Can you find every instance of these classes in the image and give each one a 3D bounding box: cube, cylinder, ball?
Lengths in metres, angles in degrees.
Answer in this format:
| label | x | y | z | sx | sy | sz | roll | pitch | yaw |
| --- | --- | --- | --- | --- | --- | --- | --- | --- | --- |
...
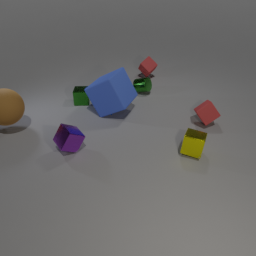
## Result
| label | x | y | z | sx | sy | sz | roll | pitch | yaw |
| --- | --- | --- | --- | --- | --- | --- | --- | --- | --- |
| cube | -0.690 | -1.513 | 11.905 | 1.400 | 1.400 | 1.400 | -16 | 23 | 35 |
| cube | -2.150 | -1.502 | 13.051 | 0.700 | 0.700 | 0.700 | -1 | 32 | -1 |
| cube | 1.093 | -3.394 | 15.496 | 0.700 | 0.700 | 0.700 | -44 | 88 | -14 |
| cube | 3.162 | -0.627 | 11.241 | 0.700 | 0.700 | 0.700 | -35 | 8 | 11 |
| cube | -2.049 | 0.353 | 9.727 | 0.700 | 0.700 | 0.700 | 14 | 22 | -48 |
| cylinder | 0.718 | -2.124 | 13.849 | 0.700 | 0.700 | 0.700 | -2 | 27 | 34 |
| cube | 2.256 | 0.514 | 9.584 | 0.700 | 0.700 | 0.700 | 16 | 28 | 15 |
| ball | -4.637 | -0.785 | 10.560 | 1.400 | 1.400 | 1.400 | 0 | 32 | 0 |
